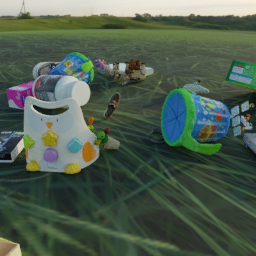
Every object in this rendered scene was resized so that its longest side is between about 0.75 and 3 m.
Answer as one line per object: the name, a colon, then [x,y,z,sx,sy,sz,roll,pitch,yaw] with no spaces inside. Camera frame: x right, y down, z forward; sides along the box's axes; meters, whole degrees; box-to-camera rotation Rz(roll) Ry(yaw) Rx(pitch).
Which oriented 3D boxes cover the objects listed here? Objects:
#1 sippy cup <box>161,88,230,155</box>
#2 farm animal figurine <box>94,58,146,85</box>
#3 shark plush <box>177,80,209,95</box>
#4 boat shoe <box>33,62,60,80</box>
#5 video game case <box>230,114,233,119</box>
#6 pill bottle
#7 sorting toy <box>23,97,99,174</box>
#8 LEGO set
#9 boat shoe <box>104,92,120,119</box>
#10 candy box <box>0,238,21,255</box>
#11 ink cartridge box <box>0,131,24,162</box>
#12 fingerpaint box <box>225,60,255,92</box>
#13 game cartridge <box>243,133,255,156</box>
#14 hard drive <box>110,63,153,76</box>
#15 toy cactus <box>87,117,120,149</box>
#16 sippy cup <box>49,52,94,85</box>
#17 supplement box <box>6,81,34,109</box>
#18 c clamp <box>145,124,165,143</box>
sippy cup: [1.965,-0.248,8.020,1.541,2.103,1.651,4,-11,-19]
farm animal figurine: [-0.396,-2.785,14.274,2.409,1.211,1.945,5,5,18]
shark plush: [2.867,-1.672,12.730,0.651,0.710,1.563,5,-6,-42]
boat shoe: [-3.769,-3.097,14.918,1.227,0.988,2.646,2,22,24]
video game case: [3.125,-0.457,10.099,0.976,0.108,0.888,-13,27,-27]
pill bottle: [-2.499,-1.371,10.563,2.180,1.207,1.207,11,25,37]
sorting toy: [-1.799,0.090,6.800,1.974,1.777,1.055,2,24,6]
LEGO set: [2.867,-0.261,7.124,0.253,0.769,1.030,3,-13,-9]
boat shoe: [-0.529,-0.804,9.856,0.364,1.009,0.363,31,-10,-14]
candy box: [-2.915,1.983,3.852,2.472,0.684,1.427,8,24,19]
ink cartridge box: [-3.343,0.422,7.870,0.825,0.325,1.659,-1,23,0]
fingerpaint box: [5.789,-1.820,11.249,2.265,0.996,2.714,9,16,-34]
game cartridge: [3.989,0.656,7.340,1.250,0.370,1.928,-5,24,-1]
hard drive: [-0.115,-3.386,16.397,2.678,0.352,1.766,19,30,37]
toy cactus: [-0.803,0.276,7.614,1.203,0.746,1.458,18,-27,-28]
sippy cup: [-2.689,-2.436,12.912,1.701,2.166,1.587,35,44,6]
supplement box: [-4.049,-1.351,11.321,0.760,0.744,1.471,11,26,23]
c clamp: [0.822,0.196,8.629,0.878,0.139,1.028,12,25,12]
